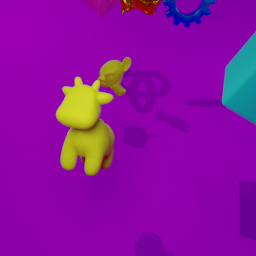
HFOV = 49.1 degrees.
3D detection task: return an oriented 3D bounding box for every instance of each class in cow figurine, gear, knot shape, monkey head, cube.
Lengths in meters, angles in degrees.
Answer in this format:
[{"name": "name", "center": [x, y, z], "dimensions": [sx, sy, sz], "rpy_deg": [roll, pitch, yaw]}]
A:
[{"name": "cow figurine", "center": [0.252, -2.804, 6.366], "dimensions": [0.880, 0.866, 0.483], "rpy_deg": [40, 53, 0]}, {"name": "gear", "center": [1.490, -3.114, 6.873], "dimensions": [1.224, 1.224, 0.226], "rpy_deg": [1, 40, 1]}, {"name": "knot shape", "center": [-0.343, -3.607, 7.259], "dimensions": [1.620, 0.800, 1.731], "rpy_deg": [-38, 25, -2]}, {"name": "monkey head", "center": [-0.319, -1.242, 6.929], "dimensions": [0.807, 1.122, 0.676], "rpy_deg": [45, 46, -19]}, {"name": "cube", "center": [2.556, -0.851, 4.556], "dimensions": [1.380, 1.380, 1.380], "rpy_deg": [31, 41, -3]}, {"name": "cow figurine", "center": [-0.566, -0.005, 4.220], "dimensions": [0.767, 1.397, 1.374], "rpy_deg": [11, 93, 15]}]
